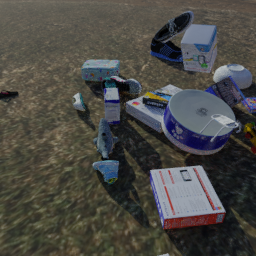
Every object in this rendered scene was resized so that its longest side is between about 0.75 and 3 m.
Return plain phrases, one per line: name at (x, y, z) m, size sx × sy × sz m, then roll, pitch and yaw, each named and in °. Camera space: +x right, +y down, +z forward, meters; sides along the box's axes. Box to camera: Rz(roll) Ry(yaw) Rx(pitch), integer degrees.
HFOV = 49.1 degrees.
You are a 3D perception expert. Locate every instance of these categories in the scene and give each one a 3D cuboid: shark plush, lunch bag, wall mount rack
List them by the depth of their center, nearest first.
wall mount rack at (2.310, -0.013, 7.044) m, size 0.826 × 0.354 × 0.950 m, roll -15°, pitch 23°, yaw -9°
shark plush at (-0.942, 0.490, 10.114) m, size 0.962 × 0.882 × 2.117 m, roll 4°, pitch 30°, yaw 6°
lunch bag at (-1.459, -3.263, 15.744) m, size 2.130 × 0.821 × 1.709 m, roll 3°, pitch 32°, yaw 4°

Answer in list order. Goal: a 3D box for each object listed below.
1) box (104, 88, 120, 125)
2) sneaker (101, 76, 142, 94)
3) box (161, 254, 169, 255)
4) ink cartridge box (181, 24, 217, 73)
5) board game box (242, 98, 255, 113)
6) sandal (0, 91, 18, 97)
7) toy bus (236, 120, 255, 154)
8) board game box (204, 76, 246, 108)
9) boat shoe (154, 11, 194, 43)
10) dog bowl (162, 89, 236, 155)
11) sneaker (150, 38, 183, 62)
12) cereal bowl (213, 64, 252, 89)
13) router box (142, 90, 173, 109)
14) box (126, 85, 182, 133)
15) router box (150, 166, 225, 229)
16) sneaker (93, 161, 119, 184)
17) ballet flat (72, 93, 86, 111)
box at (-0.689, -0.943, 12.011) m, size 0.633 × 1.207 × 1.110 m, roll -3°, pitch 35°, yaw -5°
sneaker at (-0.501, -2.030, 13.817) m, size 2.201 × 0.920 × 1.329 m, roll 18°, pitch 33°, yaw 37°
box at (0.170, 3.443, 5.844) m, size 1.696 × 0.954 × 0.860 m, roll -8°, pitch 35°, yaw -10°
ink cartridge box at (3.259, -3.588, 12.730) m, size 1.256 × 1.712 × 1.250 m, roll 13°, pitch 64°, yaw 25°
board game box at (5.850, -1.065, 13.053) m, size 0.701 × 0.233 × 1.043 m, roll -1°, pitch 34°, yaw -1°
sandal at (-6.106, -1.763, 14.059) m, size 1.104 × 0.249 × 0.415 m, roll -13°, pitch 36°, yaw -18°
toy bus at (4.827, 0.232, 10.210) m, size 1.434 × 0.741 × 1.353 m, roll 10°, pitch 57°, yaw -40°
board game box at (4.231, -1.409, 12.519) m, size 1.613 × 0.781 × 1.286 m, roll -28°, pitch 83°, yaw -34°
boat shoe at (1.784, -4.040, 11.168) m, size 1.770 × 0.653 × 0.604 m, roll -21°, pitch -6°, yaw 41°
dog bowl at (2.666, -0.287, 10.685) m, size 2.604 × 1.025 × 2.604 m, roll 7°, pitch 46°, yaw -7°
sneaker at (2.706, -5.102, 18.144) m, size 2.900 × 1.130 × 1.017 m, roll 20°, pitch 39°, yaw 27°
cereal bowl at (5.742, -2.920, 15.245) m, size 2.006 × 0.835 × 2.006 m, roll 0°, pitch 35°, yaw 0°
router box at (1.309, -1.249, 12.240) m, size 1.159 × 0.296 × 0.864 m, roll 14°, pitch 36°, yaw 20°
box at (1.700, -0.978, 12.619) m, size 2.852 × 0.587 × 2.223 m, roll -25°, pitch 41°, yaw -33°
router box at (1.682, 1.988, 8.384) m, size 1.728 × 0.470 × 1.925 m, roll -4°, pitch 35°, yaw -6°
sneaker at (-0.766, 1.476, 9.195) m, size 0.454 × 0.745 × 1.141 m, roll 11°, pitch -17°, yaw -42°
ballet flat at (-2.306, -1.141, 13.017) m, size 0.550 × 0.550 × 1.583 m, roll -8°, pitch 31°, yaw -12°
